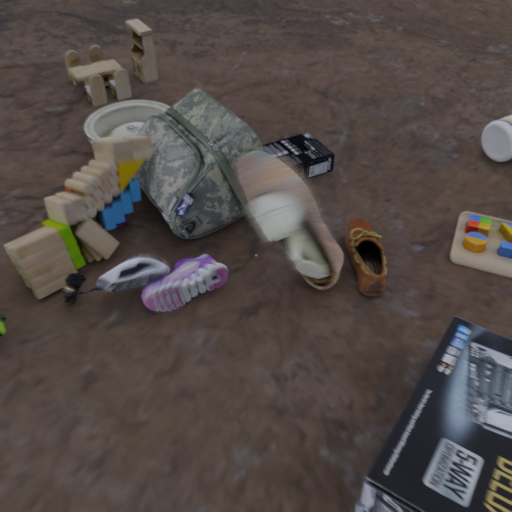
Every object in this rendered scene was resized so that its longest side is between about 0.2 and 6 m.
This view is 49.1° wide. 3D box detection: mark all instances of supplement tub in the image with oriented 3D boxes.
[{"bbox_3d":[6.141,-2.851,13.228,1.351,0.976,0.976,-21,46,-22],"label":"supplement tub"}]

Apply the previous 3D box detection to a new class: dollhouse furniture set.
[{"bbox_3d":[-4.078,-5.540,15.774,2.288,1.520,2.006,-23,47,-23],"label":"dollhouse furniture set"}]

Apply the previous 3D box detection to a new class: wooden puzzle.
[{"bbox_3d":[4.623,-0.300,10.892,1.447,0.362,1.562,16,45,16],"label":"wooden puzzle"}]

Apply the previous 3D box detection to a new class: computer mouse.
[{"bbox_3d":[-2.423,0.354,9.694,1.836,1.007,0.403,-14,72,-20],"label":"computer mouse"}]

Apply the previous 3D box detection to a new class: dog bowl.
[{"bbox_3d":[-2.887,-2.831,13.335,2.226,0.821,2.226,0,43,0],"label":"dog bowl"}]

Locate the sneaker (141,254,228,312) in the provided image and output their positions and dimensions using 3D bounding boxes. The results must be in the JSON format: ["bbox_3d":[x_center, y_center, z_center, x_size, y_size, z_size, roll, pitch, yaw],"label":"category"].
[{"bbox_3d":[-1.309,0.418,9.869,1.556,0.626,0.688,-23,49,-20],"label":"sneaker"}]

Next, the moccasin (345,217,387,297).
[{"bbox_3d":[2.037,-0.119,10.398,0.682,0.720,1.864,6,42,-1],"label":"moccasin"}]

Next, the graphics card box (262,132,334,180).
[{"bbox_3d":[0.692,-2.180,12.863,1.902,0.484,1.193,-22,46,-20],"label":"graphics card box"}]

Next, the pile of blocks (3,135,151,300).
[{"bbox_3d":[-3.245,-0.850,10.582,1.112,1.469,3.578,17,65,46],"label":"pile of blocks"}]

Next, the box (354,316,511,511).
[{"bbox_3d":[3.227,2.515,6.972,2.837,0.895,3.597,24,37,24],"label":"box"}]

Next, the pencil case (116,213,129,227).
[{"bbox_3d":[-3.157,-1.250,11.681,0.640,0.695,1.504,-50,48,13],"label":"pencil case"}]

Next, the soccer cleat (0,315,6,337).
[{"bbox_3d":[-5.499,0.820,9.268,3.377,1.140,1.369,22,61,27],"label":"soccer cleat"}]

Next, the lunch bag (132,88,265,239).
[{"bbox_3d":[-1.244,-1.793,11.468,2.336,1.941,2.785,-38,50,-6],"label":"lunch bag"}]

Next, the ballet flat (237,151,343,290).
[{"bbox_3d":[0.631,-0.464,9.291,0.995,2.924,0.983,-19,40,33],"label":"ballet flat"}]
